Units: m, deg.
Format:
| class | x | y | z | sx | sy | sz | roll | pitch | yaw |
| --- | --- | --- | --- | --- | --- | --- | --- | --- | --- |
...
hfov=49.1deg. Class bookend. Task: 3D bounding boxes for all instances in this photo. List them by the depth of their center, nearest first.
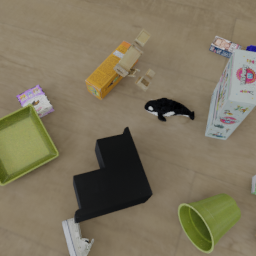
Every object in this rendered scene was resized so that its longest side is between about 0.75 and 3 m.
| class | x | y | z | sx | sy | sz | roll | pitch | yaw |
| --- | --- | --- | --- | --- | --- | --- | --- | --- | --- |
| bookend | -0.879 | 1.610 | 9.871 | 2.649 | 1.220 | 2.632 | -13 | 65 | -17 |

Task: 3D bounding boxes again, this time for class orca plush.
| class | x | y | z | sx | sy | sz | roll | pitch | yaw |
| --- | --- | --- | --- | --- | --- | --- | --- | --- | --- |
| orca plush | 1.748 | -0.819 | 11.523 | 2.110 | 0.750 | 1.110 | 24 | 67 | 11 |

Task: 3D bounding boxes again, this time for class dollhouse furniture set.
| class | x | y | z | sx | sy | sz | roll | pitch | yaw |
| --- | --- | --- | --- | --- | --- | --- | --- | --- | --- |
| dollhouse furniture set | 0.591 | -2.648 | 11.255 | 1.585 | 0.996 | 1.792 | 37 | 86 | -10 |

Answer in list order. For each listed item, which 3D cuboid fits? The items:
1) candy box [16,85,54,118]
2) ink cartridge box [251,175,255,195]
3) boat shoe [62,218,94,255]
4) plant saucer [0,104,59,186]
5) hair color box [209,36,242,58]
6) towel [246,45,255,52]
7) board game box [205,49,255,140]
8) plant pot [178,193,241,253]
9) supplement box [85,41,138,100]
| class | x | y | z | sx | sy | sz | roll | pitch | yaw |
| --- | --- | --- | --- | --- | --- | --- | --- | --- | --- |
| candy box | -3.893 | -1.037 | 11.790 | 1.068 | 0.456 | 1.273 | -30 | 68 | -13 |
| ink cartridge box | 5.084 | 2.186 | 10.298 | 0.928 | 0.390 | 0.672 | 15 | 66 | 5 |
| boat shoe | -1.534 | 3.930 | 9.348 | 0.860 | 0.746 | 2.018 | -17 | 54 | -14 |
| plant saucer | -4.185 | 0.637 | 10.724 | 2.358 | 0.564 | 2.354 | -29 | 82 | -13 |
| hair color box | 4.555 | -3.737 | 13.099 | 1.299 | 0.393 | 0.650 | 26 | 67 | 12 |
| towel | 6.327 | -3.291 | 12.882 | 1.613 | 0.400 | 1.191 | 4 | 64 | 2 |
| board game box | 3.822 | -1.110 | 10.456 | 0.939 | 2.921 | 2.155 | 13 | 66 | 7 |
| plant pot | 2.838 | 2.999 | 9.416 | 1.610 | 1.696 | 1.696 | -20 | 66 | -24 |
| supplement box | -0.656 | -2.541 | 12.257 | 0.932 | 0.901 | 2.709 | 32 | 68 | 14 |
